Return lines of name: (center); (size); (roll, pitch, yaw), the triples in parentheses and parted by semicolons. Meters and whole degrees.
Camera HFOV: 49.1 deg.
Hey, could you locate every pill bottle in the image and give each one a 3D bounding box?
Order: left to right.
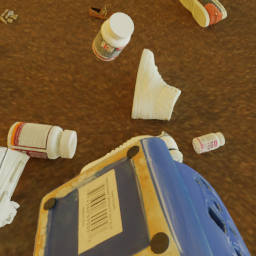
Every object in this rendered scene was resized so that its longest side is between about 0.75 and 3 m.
pill bottle: (-2.317, 0.365, 7.688); (1.661, 0.910, 0.910); (7, 59, 4)
pill bottle: (-0.248, -1.471, 4.562); (0.485, 0.837, 0.485); (4, 79, -21)
pill bottle: (2.285, 0.408, 7.932); (0.794, 0.450, 0.450); (-16, 60, -9)

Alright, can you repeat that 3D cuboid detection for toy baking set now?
toy baking set: (-4.753, -4.413, 11.106); (0.621, 0.094, 0.809); (-38, 66, -24)

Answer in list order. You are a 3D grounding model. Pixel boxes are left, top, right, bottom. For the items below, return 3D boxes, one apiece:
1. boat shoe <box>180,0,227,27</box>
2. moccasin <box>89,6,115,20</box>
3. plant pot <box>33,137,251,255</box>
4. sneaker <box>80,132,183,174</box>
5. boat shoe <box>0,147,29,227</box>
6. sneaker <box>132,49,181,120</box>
boat shoe: (2.730, -5.185, 10.986); (0.919, 1.046, 2.938); (-23, 65, -4)
moccasin: (-0.999, -4.545, 10.982); (1.080, 0.417, 0.395); (20, 61, 12)
plant pot: (0.170, 1.770, 3.896); (2.552, 2.295, 2.552); (-32, 33, 12)
sneaker: (0.033, 0.859, 7.465); (2.723, 1.040, 1.096); (-13, 49, -13)
boat shoe: (-3.106, 1.876, 6.698); (0.940, 1.058, 2.875); (16, 70, -16)
sneaker: (0.946, -1.337, 8.813); (1.415, 0.902, 2.449); (7, 68, 2)
